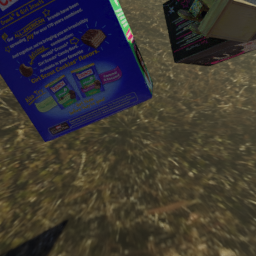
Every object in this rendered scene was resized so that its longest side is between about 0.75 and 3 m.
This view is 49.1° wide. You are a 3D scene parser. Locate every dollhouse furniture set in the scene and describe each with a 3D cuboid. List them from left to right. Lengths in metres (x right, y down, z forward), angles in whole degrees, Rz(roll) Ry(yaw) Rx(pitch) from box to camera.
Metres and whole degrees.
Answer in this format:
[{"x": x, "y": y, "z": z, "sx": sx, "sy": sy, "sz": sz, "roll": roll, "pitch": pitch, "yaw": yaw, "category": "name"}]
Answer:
[{"x": 1.570, "y": -2.351, "z": 5.061, "sx": 1.070, "sy": 1.412, "sz": 1.611, "roll": -4, "pitch": 52, "yaw": -31, "category": "dollhouse furniture set"}]

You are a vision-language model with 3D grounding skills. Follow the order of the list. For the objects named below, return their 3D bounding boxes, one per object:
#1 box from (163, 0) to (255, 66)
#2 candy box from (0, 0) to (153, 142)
[{"x": 2.499, "y": -2.578, "z": 6.493, "sx": 1.808, "sy": 1.570, "sz": 2.736, "roll": -8, "pitch": -3, "yaw": -44, "category": "box"}, {"x": -1.202, "y": -1.563, "z": 5.445, "sx": 2.503, "sy": 2.960, "sz": 1.140, "roll": -21, "pitch": 23, "yaw": 13, "category": "candy box"}]
